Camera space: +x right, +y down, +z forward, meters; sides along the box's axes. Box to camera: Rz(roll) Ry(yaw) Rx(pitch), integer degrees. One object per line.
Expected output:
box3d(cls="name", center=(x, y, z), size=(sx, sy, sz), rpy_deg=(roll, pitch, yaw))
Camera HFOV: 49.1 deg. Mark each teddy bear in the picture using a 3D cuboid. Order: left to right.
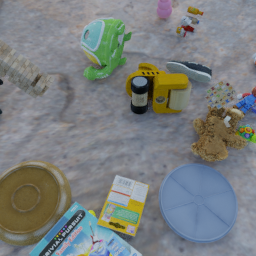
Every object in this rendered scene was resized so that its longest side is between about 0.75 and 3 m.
box3d(cls="teddy bear", center=(3.435, 0.168, 10.711), size=(2.063, 0.950, 2.845), rpy_deg=(10, 55, 2))

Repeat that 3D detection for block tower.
box3d(cls="block tower", center=(-3.790, -2.040, 9.149), size=(2.660, 0.769, 0.718), rpy_deg=(35, 46, -22))

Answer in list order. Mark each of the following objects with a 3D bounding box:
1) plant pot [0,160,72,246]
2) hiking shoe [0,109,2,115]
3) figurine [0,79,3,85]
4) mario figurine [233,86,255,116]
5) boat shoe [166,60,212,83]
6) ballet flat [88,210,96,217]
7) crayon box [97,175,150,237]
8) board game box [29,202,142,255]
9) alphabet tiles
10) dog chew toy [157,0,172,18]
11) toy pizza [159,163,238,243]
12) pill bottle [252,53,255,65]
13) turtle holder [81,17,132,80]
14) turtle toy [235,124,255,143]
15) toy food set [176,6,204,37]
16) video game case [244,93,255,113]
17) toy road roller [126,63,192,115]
box3d(cls="plant pot", center=(-3.476, 2.452, 9.690), size=(2.981, 0.410, 2.981), rpy_deg=(0, 61, 0))
box3d(cls="hiking shoe", center=(-6.275, -1.026, 11.272), size=(2.386, 0.887, 1.034), rpy_deg=(32, 65, 16))
box3d(cls="figurine", center=(-6.811, -1.720, 11.355), size=(2.657, 1.172, 2.723), rpy_deg=(36, 68, 24))
box3d(cls="mario figurine", center=(5.068, -1.120, 11.453), size=(1.484, 0.787, 0.916), rpy_deg=(-41, 104, 6))
box3d(cls="boat shoe", center=(2.664, -2.575, 12.233), size=(2.017, 0.763, 0.608), rpy_deg=(21, 64, -2))
box3d(cls="ballet flat", center=(-1.282, 3.281, 9.248), size=(0.387, 0.389, 1.159), rpy_deg=(4, 62, 2))
box3d(cls="crayon box", center=(-0.130, 2.599, 9.216), size=(1.241, 0.509, 1.973), rpy_deg=(15, 43, 8))
box3d(cls="board game box", center=(-1.225, 3.785, 8.246), size=(2.639, 0.619, 1.993), rpy_deg=(31, 61, 21))
box3d(cls="alphabet tiles", center=(2.725, -0.981, 8.282), size=(0.828, 0.026, 0.689), rpy_deg=(-34, 74, 18))
box3d(cls="dog chew toy", center=(1.781, -6.043, 13.741), size=(0.776, 1.247, 0.776), rpy_deg=(-4, 58, 6))
box3d(cls="toy pizza", center=(2.386, 2.522, 9.635), size=(2.697, 0.427, 2.697), rpy_deg=(1, 62, -1))
box3d(cls="pill bottle", center=(5.998, -2.909, 12.471), size=(0.561, 0.561, 0.993), rpy_deg=(-21, 63, -11))
box3d(cls="turtle holder", center=(-1.044, -3.465, 12.196), size=(1.829, 2.576, 1.957), rpy_deg=(15, 28, 12))
box3d(cls="turtle toy", center=(4.662, 0.237, 10.837), size=(0.667, 0.462, 0.915), rpy_deg=(-31, 66, -16))
box3d(cls="toy food set", center=(2.944, -4.950, 13.416), size=(0.776, 0.823, 1.725), rpy_deg=(23, 64, 12))
box3d(cls="video game case", center=(5.333, -1.043, 11.674), size=(0.870, 0.198, 0.789), rpy_deg=(41, 69, 19))
box3d(cls="toy road roller", center=(1.169, -1.720, 11.327), size=(2.529, 1.554, 1.846), rpy_deg=(0, 50, 1))
